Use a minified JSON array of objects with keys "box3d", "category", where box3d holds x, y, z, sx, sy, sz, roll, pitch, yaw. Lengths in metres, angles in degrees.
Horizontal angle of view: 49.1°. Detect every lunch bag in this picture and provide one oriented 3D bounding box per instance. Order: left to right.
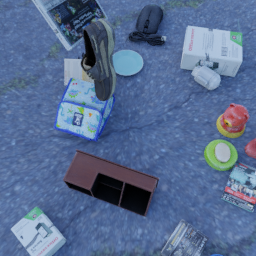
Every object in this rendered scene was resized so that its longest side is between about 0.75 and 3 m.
[{"box3d":[-1.619,-0.654,10.486,1.750,1.312,2.058,16,73,10],"category":"lunch bag"}]

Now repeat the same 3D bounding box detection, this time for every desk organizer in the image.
[{"box3d":[-0.548,1.811,9.202,2.890,1.036,1.113,18,65,10],"category":"desk organizer"}]

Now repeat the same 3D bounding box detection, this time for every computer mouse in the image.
[{"box3d":[1.073,-5.070,13.253,1.751,0.666,2.528,10,61,7],"category":"computer mouse"}]

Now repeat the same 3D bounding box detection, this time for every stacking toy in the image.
[{"box3d":[4.179,0.573,9.810,2.737,1.156,2.478,34,66,18],"category":"stacking toy"}]

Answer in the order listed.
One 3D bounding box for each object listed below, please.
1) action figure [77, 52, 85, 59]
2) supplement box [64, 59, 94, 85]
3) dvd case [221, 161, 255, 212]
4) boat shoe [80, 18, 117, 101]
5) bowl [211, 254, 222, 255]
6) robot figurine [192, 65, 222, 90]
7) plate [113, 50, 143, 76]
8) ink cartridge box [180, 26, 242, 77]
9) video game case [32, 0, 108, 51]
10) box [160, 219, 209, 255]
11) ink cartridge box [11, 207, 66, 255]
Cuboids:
[{"box3d":[-1.680,-2.748,11.991,1.218,0.621,0.724,39,67,23],"category":"action figure"},{"box3d":[-1.713,-2.241,11.432,1.680,0.618,1.059,2,98,1],"category":"supplement box"},{"box3d":[3.891,1.942,9.420,1.039,0.157,1.423,22,76,17],"category":"dvd case"},{"box3d":[-1.049,-2.084,9.058,1.009,2.752,1.025,-22,40,-28],"category":"boat shoe"},{"box3d":[2.708,4.212,8.336,0.846,0.166,0.846,0,61,0],"category":"bowl"},{"box3d":[3.266,-2.069,11.542,1.266,0.715,1.074,40,45,19],"category":"robot figurine"},{"box3d":[-0.065,-2.830,12.278,1.465,0.187,1.465,0,62,0],"category":"plate"},{"box3d":[3.571,-3.332,12.080,2.383,1.002,1.739,11,61,6],"category":"ink cartridge box"},{"box3d":[-1.835,-3.926,8.827,0.282,2.194,2.413,-13,31,40],"category":"video game case"},{"box3d":[1.742,3.619,8.586,0.989,0.302,1.248,32,66,17],"category":"box"},{"box3d":[-2.726,3.291,8.616,1.358,0.571,0.991,40,68,20],"category":"ink cartridge box"}]
